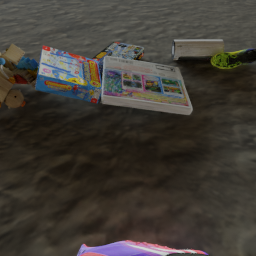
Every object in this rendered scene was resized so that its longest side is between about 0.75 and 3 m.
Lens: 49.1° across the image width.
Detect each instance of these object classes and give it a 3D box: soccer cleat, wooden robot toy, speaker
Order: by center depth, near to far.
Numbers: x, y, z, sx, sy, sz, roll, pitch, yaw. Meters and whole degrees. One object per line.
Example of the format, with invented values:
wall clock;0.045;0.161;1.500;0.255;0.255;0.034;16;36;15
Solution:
soccer cleat;0.289;2.373;5.014;2.476;0.845;0.906;-3;23;-7
wooden robot toy;-3.937;-1.177;9.080;1.328;1.289;2.926;31;65;-23
soccer cleat;4.260;-2.768;11.290;2.037;0.658;0.852;-10;11;-6
speaker;2.856;-3.220;11.510;2.029;0.824;0.824;-1;40;-1

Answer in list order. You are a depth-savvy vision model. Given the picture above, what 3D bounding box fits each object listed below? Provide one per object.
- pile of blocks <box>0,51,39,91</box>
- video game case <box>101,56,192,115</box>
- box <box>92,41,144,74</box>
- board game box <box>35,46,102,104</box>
pile of blocks;-4.020;-2.038;9.900;2.729;1.120;0.848;12;42;14
video game case;0.552;-1.503;9.466;2.838;0.336;2.583;7;41;-9
box;-0.435;-2.808;11.327;1.465;0.427;2.139;18;44;20
board game box;-1.989;-1.844;9.533;2.035;0.581;2.079;11;37;-21
